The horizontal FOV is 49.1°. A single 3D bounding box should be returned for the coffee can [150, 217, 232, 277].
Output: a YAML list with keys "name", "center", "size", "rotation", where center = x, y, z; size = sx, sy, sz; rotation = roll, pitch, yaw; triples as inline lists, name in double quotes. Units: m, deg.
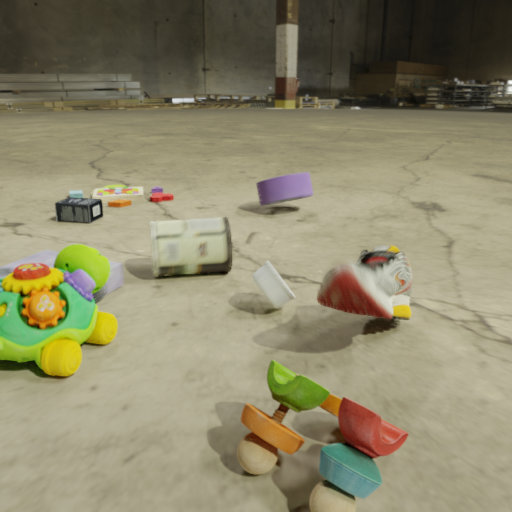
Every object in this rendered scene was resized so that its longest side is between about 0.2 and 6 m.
- name: "coffee can"
  center: [-1.182, -0.169, 10.123]
  size: [1.377, 1.008, 1.008]
  rotation: [-4, 19, -9]

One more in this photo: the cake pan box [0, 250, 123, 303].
- name: "cake pan box"
  center: [-3.379, 0.437, 9.230]
  size: [1.848, 0.483, 1.702]
  rotation: [8, 23, 23]

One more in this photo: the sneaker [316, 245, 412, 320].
- name: "sneaker"
  center: [1.498, 0.299, 7.469]
  size: [0.936, 0.988, 2.406]
  rotation: [8, -2, 26]

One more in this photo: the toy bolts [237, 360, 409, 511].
- name: "toy bolts"
  center: [0.647, 1.810, 5.133]
  size: [1.393, 1.012, 1.459]
  rotation: [36, -12, -30]

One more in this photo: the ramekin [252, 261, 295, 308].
- name: "ramekin"
  center: [0.254, 0.457, 8.561]
  size: [0.348, 0.714, 0.714]
  rotation: [-38, 22, 1]

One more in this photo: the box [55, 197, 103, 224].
- name: "box"
  center: [-4.339, -1.122, 13.740]
  size: [0.924, 0.482, 0.684]
  rotation: [5, 19, 13]

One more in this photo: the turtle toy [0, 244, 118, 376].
- name: "turtle toy"
  center: [-2.785, 0.619, 7.552]
  size: [1.717, 1.191, 2.356]
  rotation: [5, 19, 15]

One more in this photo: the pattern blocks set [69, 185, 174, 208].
- name: "pattern blocks set"
  center: [-3.937, -1.759, 16.017]
  size: [2.697, 0.219, 2.371]
  rotation: [-10, 21, -25]

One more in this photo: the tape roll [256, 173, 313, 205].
- name: "tape roll"
  center: [0.733, -1.712, 14.414]
  size: [1.391, 0.591, 1.391]
  rotation: [-10, 2, 0]
